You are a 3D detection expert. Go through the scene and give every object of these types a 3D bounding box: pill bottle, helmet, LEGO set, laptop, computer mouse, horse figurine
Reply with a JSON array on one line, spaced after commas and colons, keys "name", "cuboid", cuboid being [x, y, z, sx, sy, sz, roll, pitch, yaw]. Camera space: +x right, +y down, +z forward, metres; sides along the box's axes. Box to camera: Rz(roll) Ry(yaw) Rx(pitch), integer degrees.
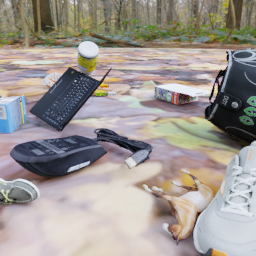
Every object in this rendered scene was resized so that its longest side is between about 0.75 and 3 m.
[{"name": "pill bottle", "cuboid": [-1.330, -2.202, 9.146, 0.633, 1.127, 0.633, 6, 60, -10]}, {"name": "helmet", "cuboid": [3.469, -0.740, 7.162, 2.503, 2.625, 2.625, 17, 22, 7]}, {"name": "LEGO set", "cuboid": [-1.340, -1.796, 12.902, 1.564, 0.597, 0.642, -3, 20, -11]}, {"name": "laptop", "cuboid": [-1.779, -1.057, 8.235, 2.313, 1.194, 2.050, 29, 71, 27]}, {"name": "computer mouse", "cuboid": [-0.809, 0.681, 5.957, 2.021, 0.662, 2.878, 17, 19, 36]}, {"name": "horse figurine", "cuboid": [0.982, 1.178, 4.701, 1.581, 0.394, 1.047, -10, 33, -41]}]

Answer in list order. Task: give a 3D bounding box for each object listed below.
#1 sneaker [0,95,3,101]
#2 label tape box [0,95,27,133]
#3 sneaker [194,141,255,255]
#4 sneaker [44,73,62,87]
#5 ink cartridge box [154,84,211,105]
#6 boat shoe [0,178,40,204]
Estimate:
[{"name": "sneaker", "cuboid": [-6.218, -1.450, 11.578, 2.131, 0.846, 0.836, 5, 18, 8]}, {"name": "label tape box", "cuboid": [-3.584, -0.468, 8.661, 0.415, 0.899, 1.255, 1, 19, 2]}, {"name": "sneaker", "cuboid": [1.718, 0.940, 4.250, 0.980, 1.190, 2.588, 11, 23, 30]}, {"name": "sneaker", "cuboid": [-3.487, -2.493, 14.803, 2.040, 0.798, 0.788, -11, 8, -36]}, {"name": "ink cartridge box", "cuboid": [2.272, -1.383, 11.791, 1.219, 0.563, 2.237, -13, 24, -32]}, {"name": "boat shoe", "cuboid": [-2.104, 1.132, 4.885, 1.219, 0.436, 0.364, 2, 18, 23]}]
